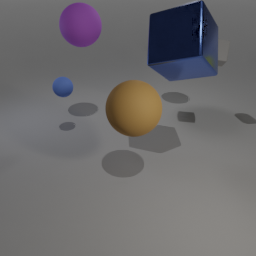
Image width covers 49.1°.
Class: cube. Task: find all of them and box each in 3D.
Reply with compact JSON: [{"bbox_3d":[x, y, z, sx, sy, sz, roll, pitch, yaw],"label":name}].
[{"bbox_3d":[1.447,-2.137,7.228,1.400,1.400,1.400,-2,-10,32],"label":"cube"},{"bbox_3d":[2.940,-2.527,9.375,0.700,0.700,0.700,10,0,7],"label":"cube"}]

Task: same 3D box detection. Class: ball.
[{"bbox_3d":[0.143,-0.481,6.932,1.400,1.400,1.400,0,28,0],"label":"ball"},{"bbox_3d":[-1.580,-3.425,9.350,1.400,1.400,1.400,0,28,0],"label":"ball"},{"bbox_3d":[-2.232,-1.403,9.605,0.700,0.700,0.700,0,28,0],"label":"ball"}]
